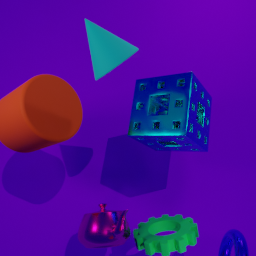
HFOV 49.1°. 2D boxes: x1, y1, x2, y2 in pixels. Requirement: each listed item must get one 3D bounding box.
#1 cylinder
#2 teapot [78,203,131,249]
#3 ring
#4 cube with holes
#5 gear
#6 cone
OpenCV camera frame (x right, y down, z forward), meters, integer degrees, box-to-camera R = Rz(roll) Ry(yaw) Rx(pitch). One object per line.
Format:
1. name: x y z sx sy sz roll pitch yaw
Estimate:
1. cylinder: -1.894 -0.256 5.870 1.372 1.372 1.372 -17 73 42
2. teapot: -0.496 2.107 6.108 1.146 1.844 0.903 7 69 -34
3. ring: 2.086 2.668 5.613 0.247 1.234 1.234 12 78 4
4. cube with holes: 1.010 -0.284 6.448 1.366 1.366 1.366 -2 71 34
5. gear: 0.841 2.366 6.302 1.415 1.415 0.262 -10 95 -2
6. cone: -0.477 -1.539 5.036 0.969 0.969 0.972 -38 104 -8
